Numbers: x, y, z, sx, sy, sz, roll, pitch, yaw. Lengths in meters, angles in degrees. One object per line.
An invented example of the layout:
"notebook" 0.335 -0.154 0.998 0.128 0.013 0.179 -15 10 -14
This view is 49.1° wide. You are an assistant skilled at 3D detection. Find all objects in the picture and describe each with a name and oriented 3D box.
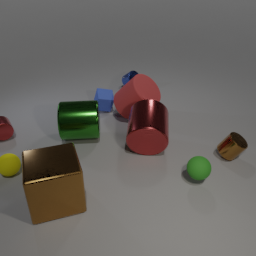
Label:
"cube" -1.969 1.425 7.466 1.400 1.400 1.400 -10 32 -16
"cylinder" -1.752 -0.289 10.217 1.400 1.400 1.400 -3 31 -4
"cylinder" 0.688 -0.024 9.607 1.400 1.400 1.400 3 47 5
"cylinder" 0.146 -2.509 14.371 0.700 0.700 0.700 -22 3 -32
"cylinder" -4.693 0.001 10.434 0.700 0.700 0.700 -17 35 -26
"ball" -3.679 1.133 8.645 0.700 0.700 0.700 0 31 0
"cube" -1.051 -1.221 12.208 0.700 0.700 0.700 4 47 -19
"cylinder" 0.361 -1.235 11.343 1.400 1.400 1.400 22 52 -30
"cylinder" 3.457 0.607 9.291 0.700 0.700 0.700 20 41 -18
"ball" 2.053 1.159 8.111 0.700 0.700 0.700 0 31 0
